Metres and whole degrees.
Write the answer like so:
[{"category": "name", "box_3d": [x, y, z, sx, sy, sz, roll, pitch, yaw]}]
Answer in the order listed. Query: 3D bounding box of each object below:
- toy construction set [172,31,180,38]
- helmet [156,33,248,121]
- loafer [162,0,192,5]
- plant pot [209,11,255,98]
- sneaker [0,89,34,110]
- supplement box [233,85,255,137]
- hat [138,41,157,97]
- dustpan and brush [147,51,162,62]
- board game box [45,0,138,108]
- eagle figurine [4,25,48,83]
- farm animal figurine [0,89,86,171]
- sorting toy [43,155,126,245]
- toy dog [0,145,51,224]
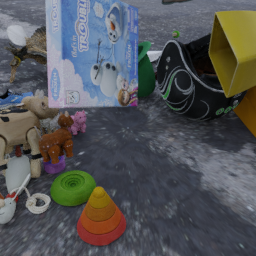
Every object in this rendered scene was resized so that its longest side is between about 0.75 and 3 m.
[{"category": "toy construction set", "box_3d": [2.476, -2.440, 10.976, 2.272, 1.895, 1.746, 30, 26, 8]}, {"category": "helmet", "box_3d": [2.141, -1.559, 8.318, 2.771, 2.641, 2.771, 2, 75, -7]}, {"category": "loafer", "box_3d": [1.626, -4.221, 8.961, 1.122, 0.353, 0.403, -9, 45, 5]}, {"category": "plant pot", "box_3d": [2.154, -1.392, 5.001, 1.000, 1.133, 1.133, -14, 64, 4]}, {"category": "sneaker", "box_3d": [-3.825, -1.032, 9.451, 1.270, 0.566, 0.499, -20, 37, -29]}, {"category": "supplement box", "box_3d": [4.650, -0.833, 8.216, 2.288, 1.519, 2.256, -2, 32, -4]}, {"category": "hat", "box_3d": [0.676, -1.377, 10.200, 2.478, 2.634, 2.992, -51, 23, -16]}, {"category": "dustpan and brush", "box_3d": [0.680, -3.173, 13.030, 1.318, 0.541, 1.889, 7, 25, 29]}, {"category": "board game box", "box_3d": [-0.427, -1.089, 4.048, 0.343, 1.582, 1.574, 4, 7, 39]}, {"category": "eagle figurine", "box_3d": [-3.286, -3.052, 11.518, 2.956, 2.243, 2.230, -3, 12, 4]}, {"category": "farm animal figurine", "box_3d": [-2.233, -0.209, 6.718, 2.305, 1.436, 2.855, -8, 14, -4]}, {"category": "sorting toy", "box_3d": [-1.076, 1.046, 5.768, 0.982, 0.976, 2.834, -22, 39, -30]}, {"category": "toy dog", "box_3d": [-2.371, 1.031, 5.886, 1.164, 0.850, 1.765, -13, 34, -19]}]
